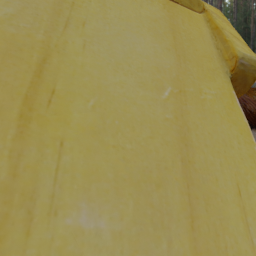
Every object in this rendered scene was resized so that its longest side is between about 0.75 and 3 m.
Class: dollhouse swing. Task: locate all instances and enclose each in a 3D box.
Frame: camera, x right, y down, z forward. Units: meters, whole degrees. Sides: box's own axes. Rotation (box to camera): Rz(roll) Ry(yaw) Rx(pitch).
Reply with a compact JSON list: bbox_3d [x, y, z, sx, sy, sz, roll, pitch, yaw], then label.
[{"bbox_3d":[-0.631,-0.011,1.604,2.274,1.999,2.067,13,-25,-24],"label":"dollhouse swing"}]

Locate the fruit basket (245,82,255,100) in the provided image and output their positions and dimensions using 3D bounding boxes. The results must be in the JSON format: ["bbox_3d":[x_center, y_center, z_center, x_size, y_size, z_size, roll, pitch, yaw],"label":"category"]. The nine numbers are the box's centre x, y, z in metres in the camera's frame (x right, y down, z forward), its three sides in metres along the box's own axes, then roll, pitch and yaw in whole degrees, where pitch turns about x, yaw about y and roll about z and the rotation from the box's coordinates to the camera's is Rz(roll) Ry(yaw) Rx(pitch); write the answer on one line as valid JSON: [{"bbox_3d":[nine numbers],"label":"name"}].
[{"bbox_3d":[3.709,-0.825,8.105,2.628,1.232,2.434,5,-9,17],"label":"fruit basket"}]

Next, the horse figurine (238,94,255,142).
[{"bbox_3d":[1.617,-0.057,3.950,1.937,0.730,2.923,19,4,16],"label":"horse figurine"}]
